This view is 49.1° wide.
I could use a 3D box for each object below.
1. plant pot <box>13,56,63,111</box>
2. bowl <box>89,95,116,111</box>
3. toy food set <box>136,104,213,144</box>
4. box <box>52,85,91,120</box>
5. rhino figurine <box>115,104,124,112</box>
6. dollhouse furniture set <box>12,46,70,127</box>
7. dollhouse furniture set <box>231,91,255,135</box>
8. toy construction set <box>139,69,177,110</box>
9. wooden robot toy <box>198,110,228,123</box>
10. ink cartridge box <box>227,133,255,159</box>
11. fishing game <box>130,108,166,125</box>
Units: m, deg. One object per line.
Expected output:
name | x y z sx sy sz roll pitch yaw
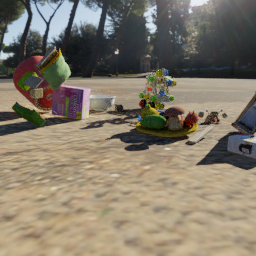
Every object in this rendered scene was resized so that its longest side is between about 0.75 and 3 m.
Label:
plant pot | -3.729 -1.812 12.182 2.004 2.004 1.773 -11 47 -40
bowl | -1.244 -1.135 12.706 1.430 0.642 1.430 1 13 0
toy food set | 1.264 -0.328 8.284 1.431 0.795 2.433 -23 24 -40
box | -2.164 -0.998 10.651 1.288 1.133 0.623 10 13 15
rhino figurine | -0.382 -0.870 12.371 0.394 0.270 0.902 9 15 -5
dollhouse furniture set | -2.657 -1.411 9.392 1.021 1.322 2.646 21 65 30
dollhouse furniture set | 4.129 -0.157 7.859 1.764 1.243 1.236 39 30 22
toy construction set | 1.207 -1.769 12.744 1.304 1.855 2.830 -2 13 -7
wooden robot toy | 3.022 -0.357 10.120 1.048 0.462 0.476 -2 -23 -5
ink cartridge box | 2.833 0.403 6.374 0.633 0.360 0.869 -9 15 -34
fishing game | 0.918 -0.339 9.856 1.245 0.270 1.738 9 26 42
